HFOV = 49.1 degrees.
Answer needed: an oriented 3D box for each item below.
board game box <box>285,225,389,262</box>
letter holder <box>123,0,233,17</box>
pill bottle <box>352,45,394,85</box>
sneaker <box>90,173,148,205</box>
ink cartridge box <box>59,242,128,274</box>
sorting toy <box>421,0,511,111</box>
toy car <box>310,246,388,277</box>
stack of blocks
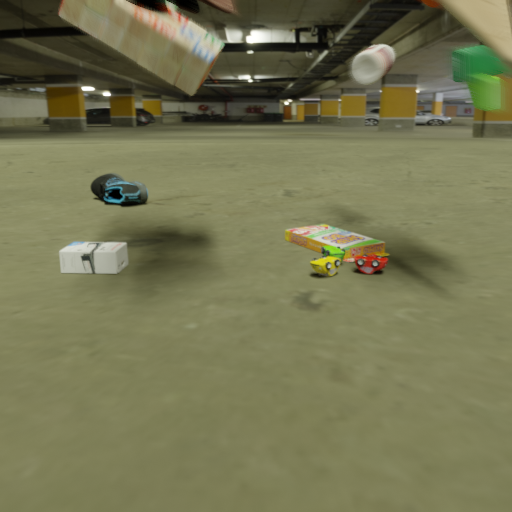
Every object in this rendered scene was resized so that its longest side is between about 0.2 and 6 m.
[{"bbox_3d":[1.206,-0.207,8.544,0.789,0.248,1.652,-9,20,-29],"label":"board game box"},{"bbox_3d":[-1.157,-2.918,5.512,0.883,1.248,1.755,-25,-11,29],"label":"letter holder"},{"bbox_3d":[2.005,-3.264,9.485,0.532,0.532,0.932,8,31,27],"label":"pill bottle"},{"bbox_3d":[-3.263,-1.511,12.690,1.743,0.638,0.714,11,18,36],"label":"sneaker"},{"bbox_3d":[-2.132,0.022,7.413,0.751,0.316,0.543,1,15,2],"label":"ink cartridge box"},{"bbox_3d":[2.070,-2.670,5.852,1.917,2.594,0.382,32,-40,-27],"label":"sorting toy"},{"bbox_3d":[1.116,0.066,7.436,1.028,0.229,0.968,-2,14,-11],"label":"toy car"},{"bbox_3d":[-1.486,-3.163,7.743,2.013,0.590,1.159,30,36,-9],"label":"stack of blocks"}]
